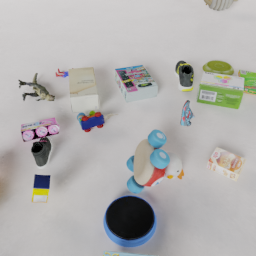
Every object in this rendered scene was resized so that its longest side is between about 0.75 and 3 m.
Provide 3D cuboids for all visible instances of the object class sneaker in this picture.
[{"bbox_3d":[-3.134,0.648,10.207,0.559,0.784,1.581,-7,40,-5],"label":"sneaker"},{"bbox_3d":[2.117,-0.515,9.757,0.459,0.961,0.381,11,30,13],"label":"sneaker"},{"bbox_3d":[2.886,-2.809,13.870,0.915,1.040,2.458,0,42,-1],"label":"sneaker"}]

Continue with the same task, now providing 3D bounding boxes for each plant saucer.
[{"bbox_3d":[4.807,-3.208,14.853,1.646,0.256,1.646,1,40,-1],"label":"plant saucer"}]

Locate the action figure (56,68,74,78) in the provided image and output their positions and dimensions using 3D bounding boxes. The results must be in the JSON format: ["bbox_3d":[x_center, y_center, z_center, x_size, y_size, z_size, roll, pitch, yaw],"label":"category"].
[{"bbox_3d":[-2.812,-2.781,14.340,1.713,0.443,0.560,8,40,4],"label":"action figure"}]

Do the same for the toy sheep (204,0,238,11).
[{"bbox_3d":[7.010,-9.770,21.106,2.684,1.850,1.850,-2,42,0],"label":"toy sheep"}]

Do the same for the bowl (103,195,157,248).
[{"bbox_3d":[0.060,2.693,8.287,1.595,0.313,1.595,0,42,0],"label":"bowl"}]

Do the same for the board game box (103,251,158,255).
[{"bbox_3d":[-0.036,4.153,5.891,1.300,1.323,2.523,4,43,3],"label":"board game box"}]

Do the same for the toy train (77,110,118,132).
[{"bbox_3d":[-1.298,-0.461,11.628,1.582,0.670,0.916,-19,32,-20],"label":"toy train"}]

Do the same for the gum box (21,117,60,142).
[{"bbox_3d":[-3.401,0.044,10.936,1.417,0.469,0.804,-14,23,-14],"label":"gum box"}]

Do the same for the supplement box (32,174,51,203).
[{"bbox_3d":[-2.583,1.804,8.312,0.462,0.849,0.465,7,44,-17],"label":"supplement box"}]

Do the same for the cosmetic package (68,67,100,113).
[{"bbox_3d":[-2.051,-1.799,12.871,1.256,0.887,2.425,-8,42,-9],"label":"cosmetic package"}]

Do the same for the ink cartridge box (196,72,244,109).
[{"bbox_3d":[4.380,-2.117,13.157,1.887,0.967,2.552,12,43,14],"label":"ink cartridge box"}]

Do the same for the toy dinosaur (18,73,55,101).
[{"bbox_3d":[-4.384,-1.823,13.091,1.244,0.670,2.822,-10,40,-34],"label":"toy dinosaur"}]

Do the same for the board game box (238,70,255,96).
[{"bbox_3d":[5.967,-2.185,13.704,0.962,0.302,2.013,13,41,6],"label":"board game box"}]

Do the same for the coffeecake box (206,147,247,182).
[{"bbox_3d":[3.449,1.252,9.825,1.091,0.399,0.838,24,47,24],"label":"coffeecake box"}]

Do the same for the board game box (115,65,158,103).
[{"bbox_3d":[0.342,-2.176,13.466,1.516,0.661,2.055,-12,43,-14],"label":"board game box"}]

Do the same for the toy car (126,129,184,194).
[{"bbox_3d":[1.167,1.305,9.216,1.887,1.740,1.669,22,38,-19],"label":"toy car"}]
